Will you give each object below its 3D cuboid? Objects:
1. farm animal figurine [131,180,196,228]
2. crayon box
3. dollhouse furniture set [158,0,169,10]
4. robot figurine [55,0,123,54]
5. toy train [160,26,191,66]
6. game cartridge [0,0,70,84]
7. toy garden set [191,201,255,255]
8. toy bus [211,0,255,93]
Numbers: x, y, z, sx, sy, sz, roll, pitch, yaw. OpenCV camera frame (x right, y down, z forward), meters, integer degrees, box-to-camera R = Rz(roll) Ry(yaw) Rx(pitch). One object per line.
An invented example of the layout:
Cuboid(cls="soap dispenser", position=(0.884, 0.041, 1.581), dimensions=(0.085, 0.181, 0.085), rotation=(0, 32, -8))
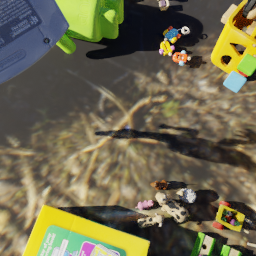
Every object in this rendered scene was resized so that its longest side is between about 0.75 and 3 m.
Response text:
Cuboid(cls="farm animal figurine", position=(0.797, 1.720, 6.070), dimensions=(1.169, 0.616, 1.182), rotation=(20, 72, 7))
Cuboid(cls="crayon box", position=(-1.047, 3.179, 5.463), dimensions=(2.309, 0.780, 2.677), rotation=(17, 71, 7))
Cuboid(cls="dollhouse furniture set", position=(0.519, -3.984, 7.961), dimensions=(1.246, 0.884, 0.987), rotation=(-5, 70, -2))
Cuboid(cls="robot figurine", position=(-1.414, -3.150, 7.364), dimensions=(2.535, 1.467, 2.224), rotation=(13, 70, 4))
Cuboid(cls="toy train", position=(1.304, -2.218, 7.657), dimensions=(0.853, 0.316, 1.136), rotation=(8, 74, 2))
Cuboid(cls="game cartridge", position=(-1.662, -1.155, 3.337), dimensions=(1.756, 1.171, 0.355), rotation=(-33, 29, -4))
Cuboid(cls="toy garden set", position=(2.497, 2.708, 5.820), dimensions=(2.121, 0.423, 1.768), rotation=(24, 72, 8))
Cuboid(cls="toy bus", position=(2.886, -2.353, 6.628), dimensions=(1.331, 2.431, 2.577), rotation=(36, 118, 12))
